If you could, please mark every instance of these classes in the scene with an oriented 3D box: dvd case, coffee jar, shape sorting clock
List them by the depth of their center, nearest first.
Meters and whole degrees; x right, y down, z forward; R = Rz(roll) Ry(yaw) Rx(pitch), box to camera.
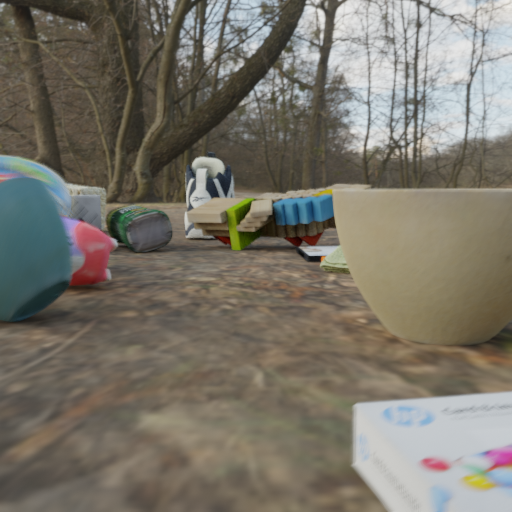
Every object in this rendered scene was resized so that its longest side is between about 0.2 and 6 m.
[{"bbox_3d":[1.419,-0.043,10.724,1.131,0.139,1.585,0,7,-4],"label":"dvd case"},{"bbox_3d":[-5.340,-1.057,10.851,3.312,0.650,3.312,5,38,-4],"label":"shape sorting clock"},{"bbox_3d":[-2.589,-0.631,12.116,1.000,0.818,1.917,-20,18,-25],"label":"coffee jar"}]

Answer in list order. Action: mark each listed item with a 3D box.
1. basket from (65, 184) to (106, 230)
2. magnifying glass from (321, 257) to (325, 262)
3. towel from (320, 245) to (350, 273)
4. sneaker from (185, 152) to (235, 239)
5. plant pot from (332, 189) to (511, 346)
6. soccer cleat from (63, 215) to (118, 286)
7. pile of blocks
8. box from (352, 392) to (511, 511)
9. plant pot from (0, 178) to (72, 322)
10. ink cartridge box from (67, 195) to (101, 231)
[{"bbox_3d":[-5.277,-1.319,16.076,1.330,1.461,2.156,5,7,4],"label":"basket"},{"bbox_3d":[1.872,0.083,9.746,1.464,0.164,0.583,1,7,-4],"label":"magnifying glass"},{"bbox_3d":[1.726,0.016,9.083,1.073,0.264,1.446,5,15,23],"label":"towel"},{"bbox_3d":[-1.072,-1.711,15.631,1.394,2.273,3.493,3,7,18],"label":"sneaker"},{"bbox_3d":[1.665,0.053,5.016,1.951,1.310,1.951,-1,7,0],"label":"plant pot"},{"bbox_3d":[-3.116,-0.195,7.935,1.151,1.004,3.010,12,1,-44],"label":"soccer cleat"},{"bbox_3d":[0.554,-0.643,12.018,3.913,1.216,1.606,-6,20,8],"label":"pile of blocks"},{"bbox_3d":[1.234,0.921,1.933,1.291,0.341,1.657,-1,6,-11],"label":"box"},{"bbox_3d":[-2.399,0.069,5.498,1.438,0.969,1.438,-39,-6,-5],"label":"plant pot"},{"bbox_3d":[-4.619,-0.742,12.228,2.377,1.117,0.526,-4,7,-22],"label":"ink cartridge box"}]
